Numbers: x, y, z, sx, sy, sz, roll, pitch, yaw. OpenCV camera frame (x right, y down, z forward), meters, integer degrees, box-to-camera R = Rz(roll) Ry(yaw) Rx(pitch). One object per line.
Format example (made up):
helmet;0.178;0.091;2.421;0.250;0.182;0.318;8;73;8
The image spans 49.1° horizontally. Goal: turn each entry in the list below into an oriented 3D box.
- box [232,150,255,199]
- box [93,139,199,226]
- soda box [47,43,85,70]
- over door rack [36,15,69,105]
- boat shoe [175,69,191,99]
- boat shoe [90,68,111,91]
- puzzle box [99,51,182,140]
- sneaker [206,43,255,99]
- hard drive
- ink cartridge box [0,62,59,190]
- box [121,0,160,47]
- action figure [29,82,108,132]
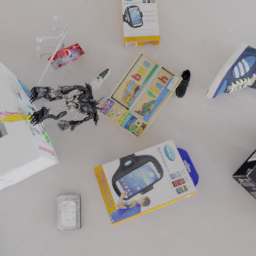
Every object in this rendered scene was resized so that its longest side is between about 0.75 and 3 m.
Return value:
box;4.505;1.353;7.908;2.050;1.204;2.016;44;82;8
box;0.595;1.459;7.972;2.801;0.581;1.668;-21;67;-4
soda box;-1.853;-2.194;8.527;0.452;1.290;0.409;-28;104;31
over door rack;-2.370;-1.934;8.170;0.751;1.665;2.254;15;84;-15
boat shoe;1.757;-1.415;8.931;0.380;0.317;1.018;20;81;2
boat shoe;-0.923;-1.594;8.968;0.335;0.305;0.912;38;81;7
puzzle box;0.380;-1.017;8.676;1.558;0.298;2.342;35;89;7
sneaker;3.663;-1.453;8.620;1.662;0.915;2.270;37;76;11
hard drive;-1.729;2.464;8.215;0.694;0.188;0.993;-2;78;-1
ink cartridge box;-3.538;0.105;7.751;2.002;2.011;2.741;-25;80;-5
box;0.399;-3.715;9.360;1.187;0.413;1.994;-3;76;-1
action figure;-1.651;-0.619;7.753;1.162;2.277;1.353;-14;83;37
